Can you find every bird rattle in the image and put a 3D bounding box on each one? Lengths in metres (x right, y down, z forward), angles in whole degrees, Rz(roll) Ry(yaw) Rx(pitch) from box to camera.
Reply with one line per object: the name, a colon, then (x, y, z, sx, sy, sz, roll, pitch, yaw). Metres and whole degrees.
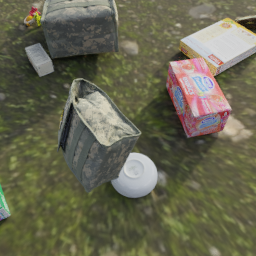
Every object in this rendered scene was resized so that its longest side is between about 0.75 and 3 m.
bird rattle: (-3.430, -3.963, 10.010, 0.703, 0.486, 0.862, -38, 58, -6)

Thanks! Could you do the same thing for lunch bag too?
lunch bag: (-1.454, -3.671, 9.101, 2.218, 1.590, 2.704, -6, 48, -1)
lunch bag: (-0.703, 0.078, 4.898, 0.913, 1.274, 1.553, -18, 56, -40)

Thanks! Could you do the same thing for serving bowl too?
serving bowl: (0.139, 1.014, 6.429, 1.106, 0.364, 1.106, 0, 55, 0)

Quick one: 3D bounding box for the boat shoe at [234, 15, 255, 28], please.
boat shoe: (4.428, -3.809, 9.896, 1.281, 0.459, 0.488, 2, 42, 1)

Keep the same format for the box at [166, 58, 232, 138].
box: (1.794, -0.844, 7.420, 1.002, 0.925, 1.953, -9, 55, -7)

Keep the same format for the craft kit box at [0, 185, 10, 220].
craft kit box: (-4.007, 1.425, 6.064, 2.212, 0.543, 2.240, -27, 58, -15)

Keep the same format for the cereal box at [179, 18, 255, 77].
cereal box: (3.002, -2.676, 9.042, 2.243, 0.443, 1.614, -30, 59, -20)

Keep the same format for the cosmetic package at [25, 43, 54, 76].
cosmetic package: (-2.730, -2.111, 8.645, 0.513, 0.433, 0.993, -25, 57, -18)
